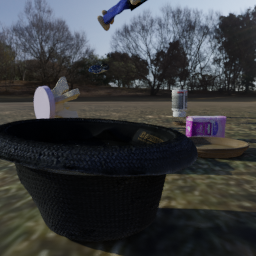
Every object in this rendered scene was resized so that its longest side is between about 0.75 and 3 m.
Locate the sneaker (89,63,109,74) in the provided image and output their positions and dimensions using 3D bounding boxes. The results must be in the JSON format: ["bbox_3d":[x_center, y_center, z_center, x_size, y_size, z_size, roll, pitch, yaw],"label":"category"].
[{"bbox_3d":[-1.466,-2.854,13.853,1.133,0.437,0.483,-17,-6,-36],"label":"sneaker"}]

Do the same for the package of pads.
[{"bbox_3d":[2.224,-0.008,7.971,1.104,0.665,0.418,-1,6,-10],"label":"package of pads"}]

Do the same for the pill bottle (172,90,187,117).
[{"bbox_3d":[2.970,-1.424,16.139,0.871,1.529,0.871,0,7,0],"label":"pill bottle"}]

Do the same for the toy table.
[{"bbox_3d":[-2.855,-0.980,11.239,1.320,2.072,2.254,-15,4,-30],"label":"toy table"}]

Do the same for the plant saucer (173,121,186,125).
[{"bbox_3d":[2.319,-0.215,12.020,0.815,0.120,0.815,0,6,0],"label":"plant saucer"}]

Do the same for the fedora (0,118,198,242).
[{"bbox_3d":[-0.400,0.462,2.768,2.085,0.952,2.085,2,8,0],"label":"fedora"}]

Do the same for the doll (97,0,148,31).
[{"bbox_3d":[0.216,-3.395,7.242,2.186,0.530,1.491,-22,33,33],"label":"doll"}]

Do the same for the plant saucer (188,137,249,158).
[{"bbox_3d":[1.836,0.413,6.280,1.626,0.239,1.626,-1,7,0],"label":"plant saucer"}]
